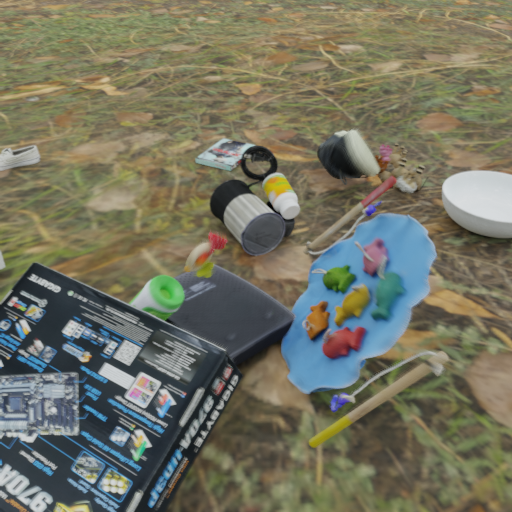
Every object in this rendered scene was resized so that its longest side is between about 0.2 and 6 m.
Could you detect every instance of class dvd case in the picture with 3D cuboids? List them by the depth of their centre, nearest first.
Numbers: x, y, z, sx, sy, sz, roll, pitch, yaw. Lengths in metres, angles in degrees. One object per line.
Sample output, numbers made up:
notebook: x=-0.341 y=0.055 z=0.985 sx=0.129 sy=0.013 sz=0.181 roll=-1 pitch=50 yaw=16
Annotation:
dvd case: x=-0.815 y=-2.854 z=15.707 sx=1.137 sy=0.171 sz=1.557 roll=17 pitch=39 yaw=22

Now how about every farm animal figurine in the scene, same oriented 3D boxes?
farm animal figurine: x=3.570 y=-2.102 z=14.194 sx=1.542 sy=0.813 sz=1.560 roll=36 pitch=40 yaw=24

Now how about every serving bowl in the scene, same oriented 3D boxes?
serving bowl: x=5.347 y=-1.062 z=12.650 sx=2.331 sy=0.767 sz=2.331 roll=-1 pitch=35 yaw=0

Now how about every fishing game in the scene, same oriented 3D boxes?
fishing game: x=1.328 y=0.591 z=8.679 sx=0.697 sy=3.212 sz=4.485 roll=34 pitch=36 yaw=-21

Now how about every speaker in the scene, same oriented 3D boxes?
speaker: x=-1.804 y=0.944 z=9.071 sx=0.670 sy=1.514 sz=0.670 roll=29 pitch=38 yaw=-26

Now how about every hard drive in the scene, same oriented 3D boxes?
hard drive: x=-0.686 y=0.994 z=9.791 sx=1.667 sy=0.523 sz=2.471 roll=-26 pitch=38 yaw=-33

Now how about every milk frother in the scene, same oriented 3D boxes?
milk frother: x=0.012 y=-1.232 z=12.022 sx=1.590 sy=1.762 sz=1.657 roll=-18 pitch=39 yaw=-22

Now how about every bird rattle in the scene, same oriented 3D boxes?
bird rattle: x=-0.836 y=0.009 z=9.040 sx=0.456 sy=0.809 sz=0.659 roll=47 pitch=31 yaw=15

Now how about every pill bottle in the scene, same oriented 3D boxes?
pill bottle: x=0.567 y=-1.289 z=12.240 sx=0.552 sy=0.552 sz=0.994 roll=-14 pitch=53 yaw=-19

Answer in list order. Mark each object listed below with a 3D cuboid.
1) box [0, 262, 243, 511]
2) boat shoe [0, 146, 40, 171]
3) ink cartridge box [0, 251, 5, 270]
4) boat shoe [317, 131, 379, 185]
box: x=-2.458 y=1.935 z=7.398 sx=3.667 sy=0.844 sz=2.915 roll=19 pitch=64 yaw=26
boat shoe: x=-6.661 y=-2.664 z=15.154 sx=1.494 sy=0.491 sz=0.538 roll=-13 pitch=37 yaw=-18
ink cartridge box: x=-5.579 y=0.173 z=10.931 sx=0.987 sy=0.409 sz=0.725 roll=-2 pitch=19 yaw=17
boat shoe: x=2.125 y=-2.337 z=13.444 sx=1.013 sy=1.214 sz=3.255 roll=-33 pitch=15 yaw=6
